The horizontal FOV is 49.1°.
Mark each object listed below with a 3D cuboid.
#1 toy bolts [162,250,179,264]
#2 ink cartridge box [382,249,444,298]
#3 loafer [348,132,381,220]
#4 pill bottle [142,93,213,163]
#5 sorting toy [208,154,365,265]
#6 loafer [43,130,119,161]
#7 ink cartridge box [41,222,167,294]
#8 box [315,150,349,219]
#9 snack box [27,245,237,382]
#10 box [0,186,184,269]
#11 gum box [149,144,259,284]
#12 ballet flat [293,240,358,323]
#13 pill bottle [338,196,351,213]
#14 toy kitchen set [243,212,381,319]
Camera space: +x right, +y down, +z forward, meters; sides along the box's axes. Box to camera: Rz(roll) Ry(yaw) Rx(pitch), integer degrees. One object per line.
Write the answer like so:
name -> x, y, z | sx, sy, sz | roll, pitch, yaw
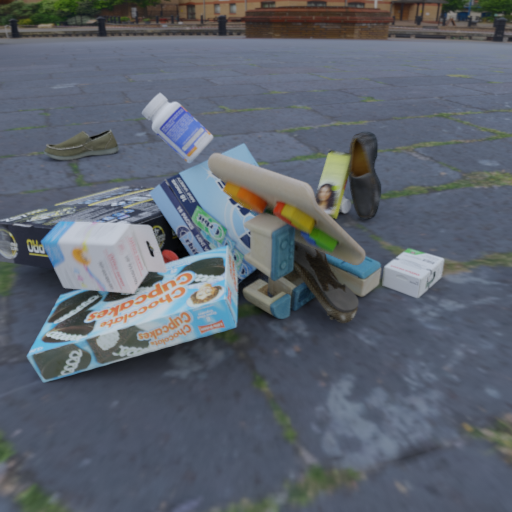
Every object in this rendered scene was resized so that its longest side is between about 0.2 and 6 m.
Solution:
toy bolts -> -1.159, 0.578, 8.914 | 1.160, 0.804, 1.108 | 37, 82, 24
ink cartridge box -> 2.688, 0.282, 9.608 | 0.688, 0.396, 0.943 | 21, 33, 35
loafer -> 2.199, -1.661, 11.793 | 0.674, 1.852, 0.669 | -2, 10, 33
pill bottle -> -1.314, -2.129, 9.267 | 1.120, 0.627, 0.627 | 43, 25, -12
sorting toy -> 0.421, -0.581, 8.026 | 1.919, 2.073, 0.378 | 25, 80, 38
loafer -> -5.095, -3.279, 16.279 | 2.119, 0.738, 0.797 | -14, 30, -25
ink cartridge box -> -2.026, 0.022, 7.522 | 1.454, 0.837, 0.493 | 2, 39, 20
box -> 1.668, -1.554, 12.165 | 0.536, 1.424, 0.357 | 13, -8, 23
snack box -> -1.597, 0.744, 7.746 | 2.710, 0.503, 1.574 | -17, 26, 6
box -> -2.528, -0.590, 10.202 | 2.700, 0.822, 3.349 | 8, 21, 27
gum box -> -0.444, -0.741, 9.996 | 0.538, 2.052, 2.416 | -29, 6, 39
ballet flat -> 0.963, 0.310, 8.849 | 0.680, 0.468, 2.019 | -13, 45, -22
pill bottle -> 1.734, -1.206, 12.531 | 0.421, 0.421, 0.756 | -22, 35, -37
toy kitchen set -> 0.940, -0.024, 8.694 | 1.230, 1.673, 2.089 | 27, 41, 34
